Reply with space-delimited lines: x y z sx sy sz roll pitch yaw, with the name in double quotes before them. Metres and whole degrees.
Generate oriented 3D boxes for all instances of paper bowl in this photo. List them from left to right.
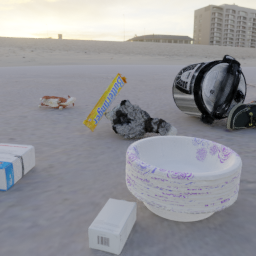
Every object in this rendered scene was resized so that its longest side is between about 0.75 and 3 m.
"paper bowl" 1.090 1.023 5.808 2.284 1.188 2.284 0 16 0

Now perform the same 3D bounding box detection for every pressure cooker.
"pressure cooker" 3.599 -1.666 12.063 2.570 2.530 2.877 -24 16 -16

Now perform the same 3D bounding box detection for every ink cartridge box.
"ink cartridge box" -3.185 0.936 7.098 1.079 0.633 1.474 3 16 8

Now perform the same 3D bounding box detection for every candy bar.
"candy bar" -0.839 -1.016 10.637 0.274 2.475 0.617 25 -12 49

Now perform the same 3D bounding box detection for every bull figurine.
"bull figurine" -3.789 -1.373 14.953 1.985 0.647 1.205 1 15 5

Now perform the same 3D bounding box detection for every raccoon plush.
"raccoon plush" 0.381 -0.088 10.680 2.690 1.301 1.802 30 2 -1

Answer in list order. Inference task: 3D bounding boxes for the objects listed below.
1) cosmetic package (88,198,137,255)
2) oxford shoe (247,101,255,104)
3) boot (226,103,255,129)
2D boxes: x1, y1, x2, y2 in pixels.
"cosmetic package" -0.242 1.690 4.957 0.569 0.409 1.009 6 16 18
"oxford shoe" 5.909 -0.996 13.524 2.000 0.729 0.713 11 20 33
"boot" 5.334 -0.351 10.960 2.695 0.973 2.035 -15 25 -39
